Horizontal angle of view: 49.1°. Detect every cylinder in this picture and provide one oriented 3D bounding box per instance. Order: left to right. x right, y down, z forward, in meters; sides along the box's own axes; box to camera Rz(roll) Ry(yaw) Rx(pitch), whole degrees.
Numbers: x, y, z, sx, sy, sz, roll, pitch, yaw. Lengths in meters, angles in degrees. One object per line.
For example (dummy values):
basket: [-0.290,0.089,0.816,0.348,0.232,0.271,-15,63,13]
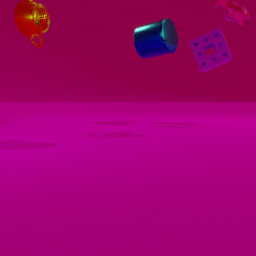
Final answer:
cylinder: [0.980,-3.085,9.753,1.160,1.160,1.160,-3,3,37]

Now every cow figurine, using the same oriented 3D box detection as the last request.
cow figurine: [3.024,-3.547,8.238,1.018,0.568,1.034,28,16,-48]

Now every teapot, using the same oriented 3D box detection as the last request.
teapot: [-3.121,-3.700,9.317,0.977,1.994,1.240,7,21,21]

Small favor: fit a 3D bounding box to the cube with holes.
cube with holes: [2.882,-2.664,9.766,1.059,1.059,1.059,-22,0,19]
